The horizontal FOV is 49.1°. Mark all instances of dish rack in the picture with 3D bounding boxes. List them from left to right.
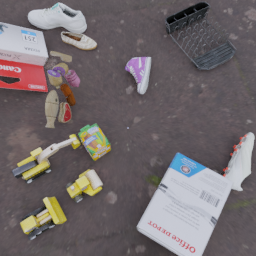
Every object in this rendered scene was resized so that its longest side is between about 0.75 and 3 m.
[{"bbox_3d":[2.978,-3.658,11.279,2.086,0.742,2.720,-29,70,-11],"label":"dish rack"}]

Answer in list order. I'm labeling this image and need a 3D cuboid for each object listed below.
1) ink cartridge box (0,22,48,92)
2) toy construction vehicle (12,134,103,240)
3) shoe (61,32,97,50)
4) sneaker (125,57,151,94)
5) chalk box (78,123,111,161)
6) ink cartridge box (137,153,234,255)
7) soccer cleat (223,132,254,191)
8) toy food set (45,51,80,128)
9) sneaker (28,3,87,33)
[{"bbox_3d":[-4.354,-2.639,10.083,2.900,0.648,2.555,1,61,-37],"label":"ink cartridge box"},{"bbox_3d":[-2.380,1.729,8.779,2.752,0.969,2.396,-28,69,-12],"label":"toy construction vehicle"},{"bbox_3d":[-2.014,-3.570,11.405,1.535,0.410,0.537,16,67,7],"label":"shoe"},{"bbox_3d":[0.322,-2.004,10.680,0.955,0.607,1.675,5,59,8],"label":"sneaker"},{"bbox_3d":[-1.191,0.377,9.507,0.728,0.725,1.171,-33,71,-14],"label":"chalk box"},{"bbox_3d":[1.685,2.362,8.425,1.886,1.106,2.575,28,70,12],"label":"ink cartridge box"},{"bbox_3d":[3.775,1.101,9.260,0.786,0.702,2.027,29,76,7],"label":"soccer cleat"},{"bbox_3d":[-2.171,-1.278,9.659,0.400,1.613,2.537,5,96,23],"label":"toy food set"},{"bbox_3d":[-2.965,-4.683,11.514,2.499,1.106,0.940,9,68,4],"label":"sneaker"}]
